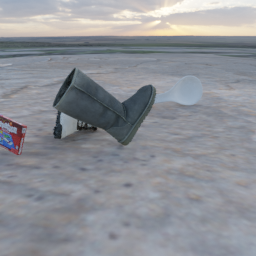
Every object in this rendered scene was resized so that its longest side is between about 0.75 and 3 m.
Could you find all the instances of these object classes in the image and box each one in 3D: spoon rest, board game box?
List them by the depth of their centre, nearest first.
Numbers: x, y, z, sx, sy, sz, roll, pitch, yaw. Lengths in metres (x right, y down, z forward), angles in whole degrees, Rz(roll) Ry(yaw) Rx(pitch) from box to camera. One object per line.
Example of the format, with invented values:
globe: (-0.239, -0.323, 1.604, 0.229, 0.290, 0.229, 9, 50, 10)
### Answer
board game box: (-3.074, 0.086, 6.914, 1.414, 0.728, 0.138, 19, 9, 28)
spoon rest: (1.880, -1.334, 11.055, 2.374, 1.180, 0.720, -15, 11, -9)

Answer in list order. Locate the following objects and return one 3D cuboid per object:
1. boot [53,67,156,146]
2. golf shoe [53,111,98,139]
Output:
boot: (-0.502, -0.796, 7.060, 2.195, 1.996, 0.797, 34, -17, -21)
golf shoe: (-1.314, -0.317, 8.116, 1.139, 0.938, 2.412, 17, 27, 5)
